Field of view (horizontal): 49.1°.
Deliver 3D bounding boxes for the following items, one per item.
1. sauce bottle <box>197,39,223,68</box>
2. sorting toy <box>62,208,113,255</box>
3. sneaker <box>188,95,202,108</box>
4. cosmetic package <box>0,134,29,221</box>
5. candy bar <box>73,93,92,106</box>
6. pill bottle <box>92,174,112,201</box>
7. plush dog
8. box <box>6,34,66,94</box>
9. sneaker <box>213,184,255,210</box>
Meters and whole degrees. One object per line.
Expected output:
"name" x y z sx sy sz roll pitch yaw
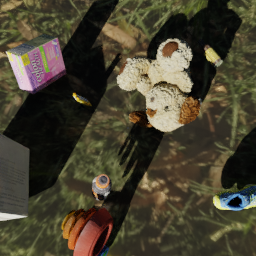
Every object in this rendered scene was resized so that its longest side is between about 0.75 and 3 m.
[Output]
"sauce bottle" 2.534 -2.363 8.748 0.333 0.333 1.029 -27 70 -11
"sorting toy" -1.274 3.014 6.768 1.101 1.612 2.682 24 93 20
"sneaker" 1.554 -0.700 8.993 1.582 0.633 0.583 7 68 20
"cosmetic package" -3.707 1.372 7.291 1.615 1.617 1.959 -13 66 10
"candy bar" -1.426 -0.877 8.778 0.125 1.132 0.282 -37 78 7
"pill bottle" -0.649 1.446 6.934 0.477 0.899 0.477 4 59 -7
"plush dog" 1.116 -1.002 8.222 2.093 2.609 2.241 13 74 -42
"box" -2.770 -2.004 8.679 0.696 1.267 1.441 23 48 30
"sneaker" 3.155 1.906 7.418 1.623 0.853 0.615 -12 87 -4
